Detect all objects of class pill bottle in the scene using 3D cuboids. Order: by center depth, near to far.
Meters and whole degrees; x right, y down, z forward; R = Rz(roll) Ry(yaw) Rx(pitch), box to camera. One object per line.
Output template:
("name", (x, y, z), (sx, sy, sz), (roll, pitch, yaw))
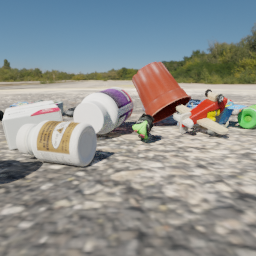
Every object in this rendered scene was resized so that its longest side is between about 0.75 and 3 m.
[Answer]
("pill bottle", (-1.664, 0.315, 6.471), (1.689, 0.966, 0.966), (4, 11, 21))
("pill bottle", (-0.814, -0.589, 9.697), (1.404, 1.404, 2.520), (3, 15, 18))

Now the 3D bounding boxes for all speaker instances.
("speaker", (5.027, -0.482, 11.323), (0.864, 0.864, 1.953), (7, 12, 34))

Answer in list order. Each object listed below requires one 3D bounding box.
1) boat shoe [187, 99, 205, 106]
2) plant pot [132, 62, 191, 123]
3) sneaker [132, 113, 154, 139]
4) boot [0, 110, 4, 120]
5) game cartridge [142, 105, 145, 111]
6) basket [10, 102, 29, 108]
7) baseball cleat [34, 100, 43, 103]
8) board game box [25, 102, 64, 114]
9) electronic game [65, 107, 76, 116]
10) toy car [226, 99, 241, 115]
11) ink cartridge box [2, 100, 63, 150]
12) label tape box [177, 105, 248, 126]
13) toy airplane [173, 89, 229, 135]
("boat shoe", (3.449, -1.081, 14.491), (1.063, 0.867, 2.526), (-1, 10, -7))
("plant pot", (1.248, -1.527, 11.538), (1.995, 1.940, 1.995), (-26, -14, -7))
("sneaker", (0.541, -0.076, 8.728), (0.636, 0.694, 1.656), (39, 1, -2))
("boot", (-6.639, -0.598, 12.483), (1.755, 0.649, 1.438), (10, 11, 21))
("game cartridge", (1.792, -1.191, 16.755), (1.820, 0.349, 1.180), (-1, 14, -4))
("basket", (-5.178, -0.732, 13.158), (0.988, 0.779, 1.120), (6, 47, 24))
("baseball cleat", (-4.416, -0.715, 12.271), (1.460, 0.957, 2.744), (-2, 9, -3))
("board game box", (-4.623, -0.997, 14.621), (2.133, 0.686, 1.574), (0, 10, 2))
("electronic game", (-2.350, -0.861, 14.597), (1.857, 0.386, 1.857), (-4, 13, 1))
("toy car", (5.438, -1.003, 14.498), (0.963, 0.852, 0.887), (11, 14, -3))
("ink cartridge box", (-2.931, -0.179, 8.685), (1.575, 0.904, 2.169), (-13, 16, -18))
("label tape box", (3.434, -0.520, 11.379), (2.403, 0.794, 1.722), (4, 11, 33))
("toy airplane", (2.565, -0.322, 9.855), (1.894, 1.342, 1.902), (-7, 41, 23))
